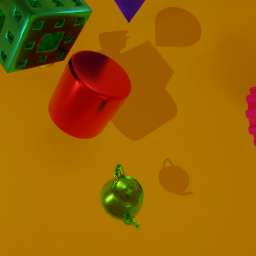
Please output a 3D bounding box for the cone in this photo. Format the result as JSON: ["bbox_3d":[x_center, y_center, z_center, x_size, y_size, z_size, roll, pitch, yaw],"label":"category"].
[{"bbox_3d":[0.033,-2.829,6.069,1.352,1.357,1.352,1,61,-1],"label":"cone"}]

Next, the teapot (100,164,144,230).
[{"bbox_3d":[-0.056,1.267,5.111,0.834,0.657,1.341,4,50,-27],"label":"teapot"}]

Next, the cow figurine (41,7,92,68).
[{"bbox_3d":[-1.466,-2.201,6.170,1.576,1.602,0.879,-34,130,8],"label":"cow figurine"}]

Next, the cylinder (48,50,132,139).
[{"bbox_3d":[-0.794,-0.658,5.698,1.305,1.305,1.305,43,130,4],"label":"cylinder"}]

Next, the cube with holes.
[{"bbox_3d":[-1.584,-1.826,4.493,1.194,1.194,1.194,53,43,6],"label":"cube with holes"}]

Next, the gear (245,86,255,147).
[{"bbox_3d":[2.821,-0.210,5.782,0.249,1.346,1.346,-10,83,44],"label":"gear"}]
